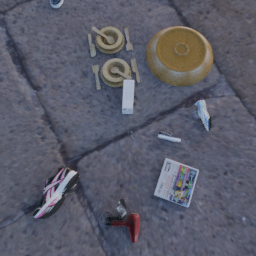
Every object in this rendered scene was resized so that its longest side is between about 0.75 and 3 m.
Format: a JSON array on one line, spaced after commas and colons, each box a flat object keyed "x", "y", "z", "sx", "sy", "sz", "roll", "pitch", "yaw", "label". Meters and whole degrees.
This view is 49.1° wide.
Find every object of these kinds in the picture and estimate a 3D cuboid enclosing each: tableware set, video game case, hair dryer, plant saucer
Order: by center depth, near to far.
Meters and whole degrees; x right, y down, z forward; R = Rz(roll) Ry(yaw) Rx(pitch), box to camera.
[{"x": -0.121, "y": 3.383, "z": 9.974, "sx": 1.165, "sy": 0.416, "sz": 1.530, "roll": -42, "pitch": 73, "yaw": 7, "label": "hair dryer"}, {"x": 1.800, "y": 2.010, "z": 10.362, "sx": 1.319, "sy": 0.166, "sz": 1.447, "roll": 20, "pitch": 72, "yaw": 3, "label": "video game case"}, {"x": -0.657, "y": -3.080, "z": 11.703, "sx": 1.875, "sy": 0.569, "sz": 2.837, "roll": -11, "pitch": 74, "yaw": -3, "label": "tableware set"}, {"x": 2.200, "y": -3.172, "z": 11.764, "sx": 2.905, "sy": 0.514, "sz": 2.905, "roll": 0, "pitch": 74, "yaw": 0, "label": "plant saucer"}]

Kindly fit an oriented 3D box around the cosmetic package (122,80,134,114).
[{"x": 0.008, "y": -1.232, "z": 11.132, "sx": 0.460, "sy": 0.631, "sz": 1.241, "roll": 1, "pitch": 74, "yaw": 0, "label": "cosmetic package"}]

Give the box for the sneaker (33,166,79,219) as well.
[{"x": -2.700, "y": 2.292, "z": 10.113, "sx": 0.902, "sy": 0.839, "sz": 2.089, "roll": 31, "pitch": 70, "yaw": 24, "label": "sneaker"}]

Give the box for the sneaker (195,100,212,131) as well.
[{"x": 2.982, "y": -0.475, "z": 11.060, "sx": 0.455, "sy": 0.451, "sz": 1.256, "roll": -20, "pitch": 79, "yaw": 29, "label": "sneaker"}]

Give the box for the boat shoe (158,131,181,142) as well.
[{"x": 1.619, "y": 0.311, "z": 10.856, "sx": 0.885, "sy": 0.317, "sz": 0.300, "roll": 13, "pitch": 75, "yaw": 11, "label": "boat shoe"}]

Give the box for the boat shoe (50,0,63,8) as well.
[{"x": -3.216, "y": -6.298, "z": 12.548, "sx": 0.605, "sy": 0.777, "sz": 1.711, "roll": 5, "pitch": 74, "yaw": 1, "label": "boat shoe"}]
